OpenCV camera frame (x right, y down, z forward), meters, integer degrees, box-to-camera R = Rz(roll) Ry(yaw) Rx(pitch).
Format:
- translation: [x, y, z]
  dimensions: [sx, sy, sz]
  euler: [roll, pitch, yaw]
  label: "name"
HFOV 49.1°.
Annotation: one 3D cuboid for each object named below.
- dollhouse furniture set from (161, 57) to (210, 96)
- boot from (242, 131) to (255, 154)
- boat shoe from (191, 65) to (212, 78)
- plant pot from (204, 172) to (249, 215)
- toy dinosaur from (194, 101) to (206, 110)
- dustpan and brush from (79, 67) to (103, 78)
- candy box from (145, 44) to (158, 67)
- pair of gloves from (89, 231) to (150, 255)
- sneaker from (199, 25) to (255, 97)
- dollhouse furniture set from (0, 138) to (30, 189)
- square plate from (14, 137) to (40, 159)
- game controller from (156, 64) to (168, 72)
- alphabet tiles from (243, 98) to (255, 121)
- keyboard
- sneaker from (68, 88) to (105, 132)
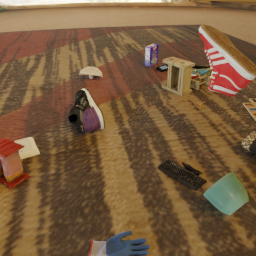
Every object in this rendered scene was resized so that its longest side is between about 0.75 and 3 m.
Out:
- translation: [3.068, -2.917, 14.733]
  dimensions: [2.207, 1.556, 1.547]
  euler: [-24, 39, -32]
  label: "dollhouse furniture set"
- translation: [5.181, 0.610, 9.763]
  dimensions: [2.053, 0.751, 1.546]
  euler: [-23, 39, -23]
  label: "boot"
- translation: [3.834, -3.456, 16.454]
  dimensions: [2.302, 0.688, 0.823]
  euler: [17, 35, 26]
  label: "boat shoe"
- translation: [2.702, 1.822, 7.539]
  dimensions: [1.026, 1.026, 0.823]
  euler: [-21, 60, -31]
  label: "plant pot"
- translation: [3.304, -1.059, 13.032]
  dimensions: [0.441, 0.251, 0.831]
  euler: [30, 41, 1]
  label: "toy dinosaur"
- translation: [-2.124, -3.339, 16.568]
  dimensions: [1.313, 0.538, 1.881]
  euler: [5, 38, -4]
  label: "dustpan and brush"
- translation: [1.521, -4.683, 17.968]
  dimensions: [0.467, 1.214, 1.026]
  euler: [20, 37, 30]
  label: "candy box"
- translation: [-0.201, 3.065, 6.221]
  dimensions: [1.441, 0.204, 1.793]
  euler: [1, 32, -1]
  label: "pair of gloves"
- translation: [3.268, -2.395, 10.276]
  dimensions: [0.993, 1.568, 2.788]
  euler: [-18, 64, -35]
  label: "sneaker"
- translation: [-4.055, 1.391, 7.969]
  dimensions: [0.932, 1.233, 2.291]
  euler: [18, 35, 27]
  label: "dollhouse furniture set"
- translation: [-3.913, 0.733, 10.075]
  dimensions: [1.208, 0.172, 1.196]
  euler: [-16, 34, -24]
  label: "square plate"
- translation: [2.215, -3.715, 17.342]
  dimensions: [1.046, 0.220, 0.546]
  euler: [-27, 40, -35]
  label: "game controller"
- translation: [6.586, -0.676, 12.470]
  dimensions: [2.339, 0.089, 2.811]
  euler: [0, 31, 1]
  label: "alphabet tiles"
- translation: [1.759, 1.355, 8.933]
  dimensions: [1.538, 0.305, 0.801]
  euler: [28, 41, 36]
  label: "keyboard"
- translation: [-2.022, -0.799, 11.805]
  dimensions: [1.252, 1.083, 2.860]
  euler: [-17, 35, -17]
  label: "sneaker"
